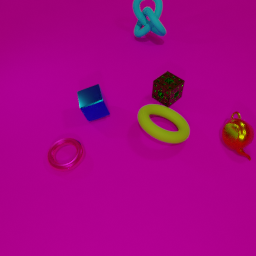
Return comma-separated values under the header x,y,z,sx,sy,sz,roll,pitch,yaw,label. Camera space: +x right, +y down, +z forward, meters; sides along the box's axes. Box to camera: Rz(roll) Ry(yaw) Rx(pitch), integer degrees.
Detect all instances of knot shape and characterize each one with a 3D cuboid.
x,y,z,sx,sy,sz,roll,pitch,yaw,label
0.905,-4.336,11.260,0.849,1.838,1.720,-25,63,-29,knot shape

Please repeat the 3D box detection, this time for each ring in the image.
x,y,z,sx,sy,sz,roll,pitch,yaw,label
1.080,-0.155,8.428,1.660,0.332,1.660,16,35,-11,ring
-1.788,0.743,8.001,1.078,0.216,1.078,-4,55,6,ring

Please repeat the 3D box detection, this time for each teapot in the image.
x,y,z,sx,sy,sz,roll,pitch,yaw,label
3.246,0.228,8.127,0.735,0.934,1.502,1,74,-23,teapot

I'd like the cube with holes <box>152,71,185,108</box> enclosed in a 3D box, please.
x,y,z,sx,sy,sz,roll,pitch,yaw,label
1.349,-1.312,9.488,0.746,0.746,0.746,37,59,27,cube with holes

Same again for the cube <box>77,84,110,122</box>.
x,y,z,sx,sy,sz,roll,pitch,yaw,label
-1.093,-0.788,8.890,0.761,0.761,0.761,-20,53,3,cube
